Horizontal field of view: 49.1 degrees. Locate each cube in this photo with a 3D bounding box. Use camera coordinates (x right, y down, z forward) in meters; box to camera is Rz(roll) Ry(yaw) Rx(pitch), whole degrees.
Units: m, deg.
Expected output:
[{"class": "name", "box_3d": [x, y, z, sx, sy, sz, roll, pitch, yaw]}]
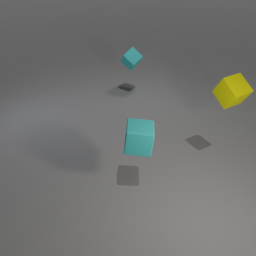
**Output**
[{"class": "cube", "box_3d": [0.284, 0.239, 7.224, 0.700, 0.700, 0.700, 6, 34, -1]}, {"class": "cube", "box_3d": [3.105, -1.100, 8.353, 0.700, 0.700, 0.700, -19, 69, -23]}, {"class": "cube", "box_3d": [0.179, -3.389, 13.755, 0.700, 0.700, 0.700, 44, 73, -1]}]
